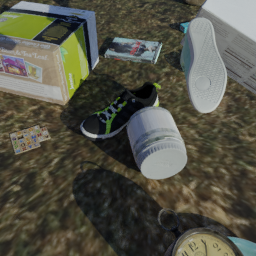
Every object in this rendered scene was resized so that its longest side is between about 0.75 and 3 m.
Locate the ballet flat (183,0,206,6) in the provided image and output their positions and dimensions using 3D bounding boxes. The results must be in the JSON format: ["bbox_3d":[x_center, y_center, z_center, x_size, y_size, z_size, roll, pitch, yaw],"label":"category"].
[{"bbox_3d":[4.100,-6.432,13.938,2.757,0.639,0.929,15,46,15],"label":"ballet flat"}]

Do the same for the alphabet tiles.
[{"bbox_3d":[-2.586,0.270,7.439,0.950,0.036,0.794,-20,47,-19],"label":"alphabet tiles"}]

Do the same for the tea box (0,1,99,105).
[{"bbox_3d":[-2.770,-2.493,8.953,2.816,1.881,2.770,14,46,14],"label":"tea box"}]

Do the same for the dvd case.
[{"bbox_3d":[0.232,-2.973,10.673,1.916,0.211,1.399,11,45,10],"label":"dvd case"}]

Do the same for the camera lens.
[{"bbox_3d":[0.643,0.299,6.570,1.172,1.172,1.465,-8,44,-8],"label":"camera lens"}]

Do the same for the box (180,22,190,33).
[{"bbox_3d":[2.791,-4.371,12.086,1.032,0.254,0.425,-16,46,-15],"label":"box"}]

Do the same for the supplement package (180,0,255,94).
[{"bbox_3d":[2.315,-1.777,5.014,2.019,1.119,1.572,35,73,2],"label":"supplement package"}]

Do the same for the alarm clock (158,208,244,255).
[{"bbox_3d":[1.127,2.215,4.597,1.355,0.669,2.009,-18,60,-29],"label":"alarm clock"}]

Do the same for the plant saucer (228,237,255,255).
[{"bbox_3d":[1.775,2.966,4.437,2.439,0.334,2.439,0,45,0],"label":"plant saucer"}]

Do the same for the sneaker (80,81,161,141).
[{"bbox_3d":[-0.203,-0.601,7.595,2.558,1.059,0.917,-28,51,-26],"label":"sneaker"}]

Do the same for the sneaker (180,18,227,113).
[{"bbox_3d":[0.738,-0.542,2.861,0.358,0.574,0.974,0,72,3],"label":"sneaker"}]
